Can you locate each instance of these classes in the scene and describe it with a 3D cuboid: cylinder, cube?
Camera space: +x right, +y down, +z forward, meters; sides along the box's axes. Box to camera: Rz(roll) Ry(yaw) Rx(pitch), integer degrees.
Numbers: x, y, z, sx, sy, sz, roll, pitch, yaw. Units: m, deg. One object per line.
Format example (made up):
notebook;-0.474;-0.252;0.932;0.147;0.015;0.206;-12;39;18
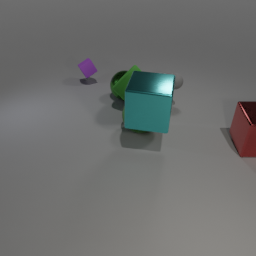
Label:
cylinder;0.297;-1.696;11.896;1.400;1.400;1.400;44;33;-9
cube;4.493;0.032;9.605;1.400;1.400;1.400;0;38;0
cube;0.707;-0.850;8.955;1.400;1.400;1.400;8;37;8
cube;-2.128;-3.157;14.741;0.700;0.700;0.700;-34;30;-3

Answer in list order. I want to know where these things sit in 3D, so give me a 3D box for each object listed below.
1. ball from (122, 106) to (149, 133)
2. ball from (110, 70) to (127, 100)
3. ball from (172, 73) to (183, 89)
ball;0.473;-0.496;10.656;1.400;1.400;1.400;0;31;0
ball;-0.149;-2.010;13.244;1.400;1.400;1.400;0;31;0
ball;2.026;-2.009;12.043;0.700;0.700;0.700;0;31;0
